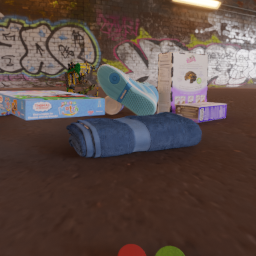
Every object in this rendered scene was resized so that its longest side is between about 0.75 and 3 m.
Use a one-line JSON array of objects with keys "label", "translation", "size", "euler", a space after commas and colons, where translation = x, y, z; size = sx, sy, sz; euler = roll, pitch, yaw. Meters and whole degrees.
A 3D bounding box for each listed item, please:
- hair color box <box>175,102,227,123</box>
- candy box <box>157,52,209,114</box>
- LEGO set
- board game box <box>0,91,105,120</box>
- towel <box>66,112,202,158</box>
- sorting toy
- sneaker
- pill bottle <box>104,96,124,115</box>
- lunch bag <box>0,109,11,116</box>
[{"label": "hair color box", "translation": [2.784, -0.625, 10.606], "size": [1.905, 0.617, 1.041], "euler": [-6, 13, -41]}, {"label": "candy box", "translation": [2.344, -1.869, 11.934], "size": [2.153, 2.567, 0.918], "euler": [-6, 11, -33]}, {"label": "LEGO set", "translation": [-1.875, -1.790, 12.891], "size": [1.445, 2.495, 1.918], "euler": [-7, -8, -41]}, {"label": "board game box", "translation": [-2.063, -0.638, 7.019], "size": [1.901, 0.460, 2.513], "euler": [-7, 13, -39]}, {"label": "towel", "translation": [0.138, 0.093, 6.369], "size": [2.831, 0.687, 1.580], "euler": [-4, 12, -23]}, {"label": "sorting toy", "translation": [0.303, 1.093, 2.317], "size": [0.754, 0.261, 0.260], "euler": [0, -13, 10]}, {"label": "sneaker", "translation": [0.085, -1.567, 10.889], "size": [2.638, 1.049, 1.722], "euler": [42, 28, -3]}, {"label": "pill bottle", "translation": [-0.600, -1.097, 12.535], "size": [0.847, 0.847, 1.512], "euler": [1, 10, 7]}, {"label": "lunch bag", "translation": [-5.430, -0.755, 11.902], "size": [0.914, 0.571, 1.214], "euler": [-3, -2, -9]}]
